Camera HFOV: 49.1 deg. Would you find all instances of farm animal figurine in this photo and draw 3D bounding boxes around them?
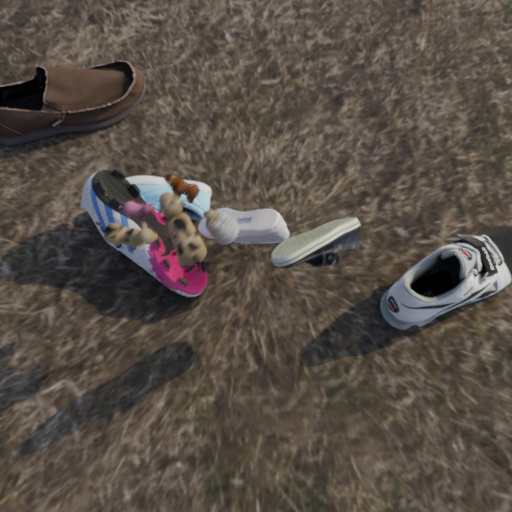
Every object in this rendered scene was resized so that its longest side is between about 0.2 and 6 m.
[{"bbox_3d":[-1.329,-0.453,8.490,1.660,0.866,1.642,-43,84,-14],"label":"farm animal figurine"}]

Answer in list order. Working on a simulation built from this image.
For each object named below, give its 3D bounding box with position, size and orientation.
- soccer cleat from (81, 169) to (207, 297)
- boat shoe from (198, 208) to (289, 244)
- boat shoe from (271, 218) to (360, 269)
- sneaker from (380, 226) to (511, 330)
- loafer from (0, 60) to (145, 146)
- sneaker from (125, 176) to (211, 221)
[{"bbox_3d":[-2.181,-0.335,10.878,3.027,1.307,1.057,49,48,-3],"label":"soccer cleat"},{"bbox_3d":[-0.233,-0.499,10.478,1.896,0.649,0.682,-5,52,33],"label":"boat shoe"},{"bbox_3d":[0.998,-0.102,8.666,1.935,0.722,0.602,-23,106,-44],"label":"boat shoe"},{"bbox_3d":[3.890,0.242,10.319,3.242,1.435,1.201,-29,68,-14],"label":"sneaker"},{"bbox_3d":[-4.118,-3.392,11.981,3.577,1.270,1.306,-22,68,-10],"label":"loafer"},{"bbox_3d":[-1.973,-1.051,11.220,2.116,0.782,0.867,0,62,1],"label":"sneaker"}]
